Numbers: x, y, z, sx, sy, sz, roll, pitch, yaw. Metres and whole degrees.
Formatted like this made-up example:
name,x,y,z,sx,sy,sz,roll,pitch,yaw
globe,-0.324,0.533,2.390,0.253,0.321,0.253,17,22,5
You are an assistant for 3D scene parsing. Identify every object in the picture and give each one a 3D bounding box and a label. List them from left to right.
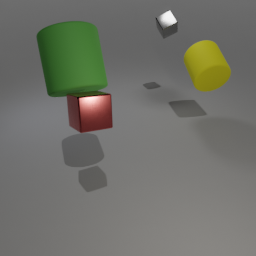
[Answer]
name,x,y,z,sx,sy,sz,roll,pitch,yaw
cylinder,-1.275,-1.531,6.490,1.400,1.400,1.400,-11,2,0
cube,-0.779,-0.352,5.672,0.700,0.700,0.700,-10,16,-28
cube,1.663,-4.420,11.999,0.700,0.700,0.700,-26,72,3
cylinder,2.996,-2.356,10.707,1.400,1.400,1.400,-6,55,-9
